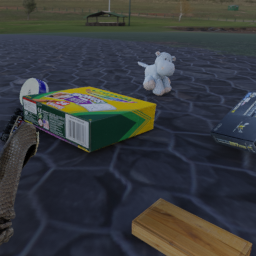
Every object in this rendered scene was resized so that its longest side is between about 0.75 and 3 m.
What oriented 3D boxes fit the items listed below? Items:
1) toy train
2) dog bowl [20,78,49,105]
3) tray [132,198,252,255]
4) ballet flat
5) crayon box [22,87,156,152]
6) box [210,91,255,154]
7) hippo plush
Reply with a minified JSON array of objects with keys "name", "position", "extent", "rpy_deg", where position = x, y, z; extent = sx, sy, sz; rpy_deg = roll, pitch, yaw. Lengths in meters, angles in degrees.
[{"name":"toy train","position":[-2.963,-0.070,7.442],"extent":[0.458,0.341,2.002],"rpy_deg":[20,17,-18]},{"name":"dog bowl","position":[-3.004,-1.089,8.949],"extent":[0.966,0.966,0.380],"rpy_deg":[17,-1,35]},{"name":"tray","position":[0.820,1.485,3.792],"extent":[1.428,0.264,0.704],"rpy_deg":[18,28,38]},{"name":"ballet flat","position":[-1.784,0.763,4.342],"extent":[0.636,0.924,2.744],"rpy_deg":[19,23,-12]},{"name":"crayon box","position":[-1.028,-0.417,7.453],"extent":[2.703,0.788,2.332],"rpy_deg":[20,26,37]},{"name":"box","position":[2.843,-0.192,6.309],"extent":[1.600,0.408,1.262],"rpy_deg":[-43,25,-13]},{"name":"hippo plush","position":[1.314,-2.133,10.448],"extent":[1.279,1.291,1.605],"rpy_deg":[15,50,-28]}]
